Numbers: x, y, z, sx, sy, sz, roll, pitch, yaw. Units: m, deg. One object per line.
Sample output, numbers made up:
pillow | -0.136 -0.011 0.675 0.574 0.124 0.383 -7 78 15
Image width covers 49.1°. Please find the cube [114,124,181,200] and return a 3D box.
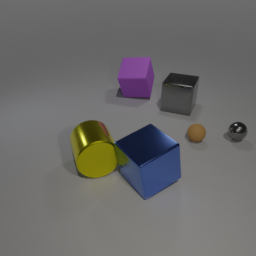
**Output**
cube | 0.613 0.975 8.459 1.400 1.400 1.400 -27 39 -21

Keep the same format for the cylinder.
cylinder | -1.106 0.661 9.174 1.400 1.400 1.400 -10 33 -16

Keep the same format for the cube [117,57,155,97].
cube | 0.430 -2.485 13.768 1.400 1.400 1.400 3 58 17

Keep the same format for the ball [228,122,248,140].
ball | 4.169 0.110 10.635 0.700 0.700 0.700 0 31 0

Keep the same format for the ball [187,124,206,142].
ball | 2.607 0.180 10.652 0.700 0.700 0.700 0 31 0

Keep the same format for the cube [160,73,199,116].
cube | 2.382 -1.587 12.880 1.400 1.400 1.400 12 34 19
